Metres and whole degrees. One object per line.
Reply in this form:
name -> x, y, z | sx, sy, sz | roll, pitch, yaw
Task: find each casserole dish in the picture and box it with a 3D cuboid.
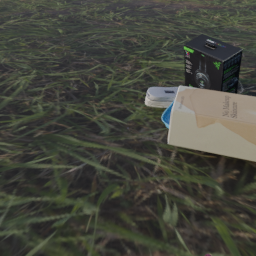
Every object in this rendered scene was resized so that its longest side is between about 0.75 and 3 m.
casserole dish -> 1.847, -0.491, 8.830 | 1.092, 0.350, 1.803 | 29, 65, 29

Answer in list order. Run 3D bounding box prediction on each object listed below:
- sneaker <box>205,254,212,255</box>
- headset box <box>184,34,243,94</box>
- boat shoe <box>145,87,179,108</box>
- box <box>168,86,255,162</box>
sneaker -> 1.024, 2.265, 4.142 | 0.383, 0.318, 0.850 | 23, 75, -7
headset box -> 2.956, -2.122, 9.956 | 0.956, 2.061, 1.794 | -32, 48, -19
boat shoe -> 1.562, -0.957, 9.702 | 1.996, 0.656, 0.718 | -1, 48, -17
box -> 2.559, -0.103, 7.113 | 2.882, 1.120, 1.368 | 10, 39, 11
